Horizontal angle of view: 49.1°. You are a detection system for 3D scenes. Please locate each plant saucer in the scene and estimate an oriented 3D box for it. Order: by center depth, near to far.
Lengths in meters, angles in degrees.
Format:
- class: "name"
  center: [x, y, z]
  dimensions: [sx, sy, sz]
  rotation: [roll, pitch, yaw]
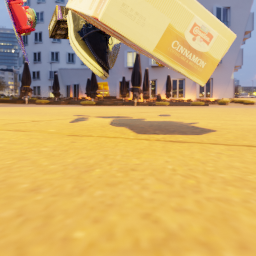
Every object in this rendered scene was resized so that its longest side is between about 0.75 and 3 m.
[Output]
- class: "plant saucer"
  center: [-0.487, -2.539, 8.707]
  dimensions: [0.337, 1.343, 1.343]
  rotation: [13, 2, -14]

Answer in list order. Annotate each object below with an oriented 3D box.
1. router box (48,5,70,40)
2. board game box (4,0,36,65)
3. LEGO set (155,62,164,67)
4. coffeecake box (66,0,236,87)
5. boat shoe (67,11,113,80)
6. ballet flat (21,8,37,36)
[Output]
- class: "router box"
  center: [-1.849, -3.498, 9.511]
  dimensions: [1.437, 0.477, 1.828]
  rotation: [-4, 1, -24]
- class: "board game box"
  center: [-3.006, -3.191, 7.931]
  dimensions: [0.520, 2.669, 2.108]
  rotation: [-18, -26, -12]
- class: "LEGO set"
  center: [1.170, -1.920, 7.526]
  dimensions: [1.935, 0.794, 0.738]
  rotation: [33, 14, -10]
- class: "coffeecake box"
  center: [0.235, -2.183, 5.632]
  dimensions: [2.298, 1.094, 2.994]
  rotation: [24, 14, -30]
- class: "boat shoe"
  center: [-0.940, -2.440, 7.441]
  dimensions: [0.905, 2.908, 1.085]
  rotation: [-33, -40, 18]
- class: "ballet flat"
  center: [-3.872, -3.864, 10.474]
  dimensions: [0.642, 0.679, 2.015]
  rotation: [-24, 11, -23]
